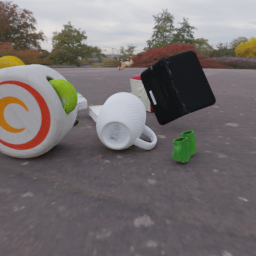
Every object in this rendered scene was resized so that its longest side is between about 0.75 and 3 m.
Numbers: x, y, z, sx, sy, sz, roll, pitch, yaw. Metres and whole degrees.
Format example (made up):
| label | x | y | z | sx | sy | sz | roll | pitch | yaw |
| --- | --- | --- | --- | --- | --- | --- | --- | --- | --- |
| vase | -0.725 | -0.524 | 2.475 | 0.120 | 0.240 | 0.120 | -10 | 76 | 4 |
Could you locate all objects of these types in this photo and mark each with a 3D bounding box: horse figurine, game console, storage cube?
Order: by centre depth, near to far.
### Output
| label | x | y | z | sx | sy | sz | roll | pitch | yaw |
| --- | --- | --- | --- | --- | --- | --- | --- | --- | --- |
| horse figurine | -0.041 | -2.364 | 10.172 | 0.763 | 0.191 | 0.506 | -12 | 59 | -18 |
| game console | 1.788 | -1.459 | 10.325 | 1.268 | 2.179 | 1.916 | -13 | -11 | -47 |
| storage cube | 1.251 | -1.795 | 13.985 | 1.629 | 1.812 | 1.549 | -17 | 23 | -30 |

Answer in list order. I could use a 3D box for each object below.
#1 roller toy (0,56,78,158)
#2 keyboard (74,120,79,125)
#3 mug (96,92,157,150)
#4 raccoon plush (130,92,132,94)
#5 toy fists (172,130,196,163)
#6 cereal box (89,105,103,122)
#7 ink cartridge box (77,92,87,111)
| label | x | y | z | sx | sy | sz | roll | pitch | yaw |
| --- | --- | --- | --- | --- | --- | --- | --- | --- | --- |
| roller toy | -2.800 | -0.552 | 7.978 | 2.670 | 2.436 | 1.866 | 21 | 18 | 0 |
| keyboard | -2.744 | -0.315 | 11.527 | 1.709 | 0.176 | 1.086 | 10 | 25 | 30 |
| mug | -0.007 | -0.017 | 8.492 | 1.976 | 1.459 | 1.733 | 30 | 24 | -5 |
| raccoon plush | 1.033 | -2.467 | 18.236 | 1.800 | 0.871 | 1.206 | 0 | 8 | 2 |
| toy fists | 1.526 | 0.526 | 7.601 | 0.440 | 0.652 | 1.280 | -7 | 10 | 28 |
| cereal box | -0.645 | -0.572 | 11.871 | 1.655 | 0.455 | 2.301 | -5 | 16 | -18 |
| ink cartridge box | -2.252 | -1.143 | 12.136 | 0.665 | 0.386 | 0.918 | -17 | 38 | -29 |
